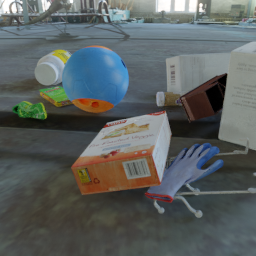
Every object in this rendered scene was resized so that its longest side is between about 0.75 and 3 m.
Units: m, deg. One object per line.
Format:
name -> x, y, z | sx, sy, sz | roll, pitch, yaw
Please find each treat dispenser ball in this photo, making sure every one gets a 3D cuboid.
treat dispenser ball -> -1.271, -1.901, 11.058 | 2.593, 2.593, 2.593 | 0, 26, 0

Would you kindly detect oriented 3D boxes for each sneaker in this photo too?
sneaker -> -3.730, -0.601, 10.613 | 1.787, 0.662, 0.747 | 9, 28, 38

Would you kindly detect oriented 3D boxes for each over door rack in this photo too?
over door rack -> 1.814, 1.161, 6.465 | 2.334, 0.777, 1.724 | -16, 21, 16

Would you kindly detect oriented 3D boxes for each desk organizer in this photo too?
desk organizer -> 3.369, -1.315, 10.773 | 2.885, 1.035, 1.111 | -31, 9, -38

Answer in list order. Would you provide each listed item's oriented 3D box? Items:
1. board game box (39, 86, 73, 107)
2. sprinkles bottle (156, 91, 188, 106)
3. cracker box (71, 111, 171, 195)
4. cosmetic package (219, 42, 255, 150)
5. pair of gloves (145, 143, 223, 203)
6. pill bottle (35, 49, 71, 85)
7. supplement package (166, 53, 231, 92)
board game box -> -3.169, -1.476, 12.728 | 1.062, 0.333, 2.224 | -17, 31, -32
sprinkles bottle -> 2.126, -1.259, 11.925 | 1.779, 0.607, 0.607 | -2, 26, -5
cracker box -> 0.015, 0.494, 7.013 | 1.836, 0.791, 2.741 | -12, 18, 17
cosmetic package -> 4.529, -1.004, 8.725 | 2.386, 2.895, 2.389 | 18, 31, 32
pair of gloves -> 0.806, 0.885, 6.835 | 2.830, 0.322, 2.275 | 1, 28, 45
pill bottle -> -3.901, -3.202, 14.915 | 1.532, 1.532, 2.735 | 3, 27, 5
supplement package -> 3.373, -2.560, 13.049 | 2.806, 1.640, 1.646 | -6, 9, -13
